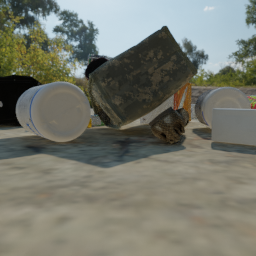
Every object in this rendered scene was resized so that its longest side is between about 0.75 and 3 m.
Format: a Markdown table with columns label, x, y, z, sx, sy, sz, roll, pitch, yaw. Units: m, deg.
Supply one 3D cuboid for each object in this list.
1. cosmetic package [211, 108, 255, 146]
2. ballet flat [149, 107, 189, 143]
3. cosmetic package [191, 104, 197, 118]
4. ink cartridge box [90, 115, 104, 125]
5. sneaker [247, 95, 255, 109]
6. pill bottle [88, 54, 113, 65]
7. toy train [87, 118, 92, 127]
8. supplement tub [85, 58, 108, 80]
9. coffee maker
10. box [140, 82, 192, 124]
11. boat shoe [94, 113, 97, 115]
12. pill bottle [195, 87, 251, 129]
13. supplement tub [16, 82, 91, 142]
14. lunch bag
| label | x | y | z | sx | sy | sz | roll | pitch | yaw |
| --- | --- | --- | --- | --- | --- | --- | --- | --- | --- |
| cosmetic package | 2.177 | -0.032 | 5.183 | 0.477 | 0.664 | 1.177 | -4 | 9 | -44 |
| ballet flat | 1.007 | -0.034 | 6.107 | 0.864 | 0.594 | 2.564 | -39 | -8 | 11 |
| cosmetic package | 3.861 | -0.913 | 15.033 | 1.439 | 0.732 | 0.533 | -2 | 7 | -31 |
| ink cartridge box | -0.896 | -0.292 | 9.949 | 0.614 | 0.348 | 0.838 | 4 | 6 | 37 |
| sneaker | 4.411 | -0.576 | 9.394 | 1.210 | 1.048 | 2.681 | -8 | 9 | -42 |
| pill bottle | -1.157 | -2.795 | 11.875 | 1.036 | 0.586 | 0.586 | 6 | 5 | 1 |
| toy train | -1.942 | -0.251 | 8.472 | 1.421 | 0.526 | 1.891 | 3 | 6 | 26 |
| supplement tub | -0.789 | -1.795 | 11.518 | 1.158 | 1.158 | 2.166 | 2 | -25 | 25 |
| coffee maker | -4.377 | -0.911 | 10.318 | 2.909 | 1.959 | 2.794 | 7 | -12 | 45 |
| box | 1.525 | -1.000 | 10.721 | 1.267 | 1.617 | 2.599 | 2 | 5 | 26 |
| boat shoe | -0.780 | -0.808 | 14.377 | 2.055 | 0.620 | 0.777 | 1 | 5 | 11 |
| pill bottle | 2.558 | -0.539 | 7.978 | 1.182 | 1.182 | 2.077 | 0 | 6 | 4 |
| supplement tub | -1.639 | -0.355 | 5.955 | 1.167 | 1.167 | 1.770 | -3 | 5 | -31 |
| lunch bag | 0.170 | -1.140 | 7.800 | 2.355 | 1.688 | 2.872 | -35 | -1 | -12 |
